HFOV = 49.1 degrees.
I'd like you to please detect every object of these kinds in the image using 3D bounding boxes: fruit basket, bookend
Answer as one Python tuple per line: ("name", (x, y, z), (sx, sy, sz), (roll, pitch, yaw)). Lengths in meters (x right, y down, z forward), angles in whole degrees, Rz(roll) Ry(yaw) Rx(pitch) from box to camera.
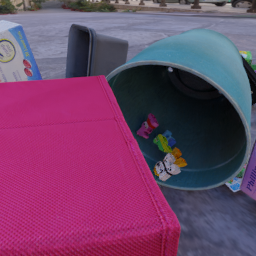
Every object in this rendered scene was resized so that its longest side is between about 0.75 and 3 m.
("fruit basket", (2.392, 0.788, 6.289), (1.209, 0.612, 1.306), (-12, 32, -22))
("bookend", (3.743, -1.305, 9.884), (1.762, 1.751, 0.812), (-37, 6, 34))

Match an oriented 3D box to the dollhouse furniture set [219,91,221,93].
("dollhouse furniture set", (2.639, -1.234, 9.846), (0.714, 0.944, 1.755), (-21, 34, -35))

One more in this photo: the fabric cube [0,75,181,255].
("fabric cube", (-1.426, 1.251, 2.958), (2.897, 2.852, 2.907), (-4, 27, -12))

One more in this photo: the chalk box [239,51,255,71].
("chalk box", (3.943, -2.135, 10.907), (2.504, 1.563, 1.552), (9, 28, 19))

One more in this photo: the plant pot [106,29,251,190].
("plant pot", (1.208, -0.701, 5.985), (2.919, 2.919, 2.743), (12, 44, 22))

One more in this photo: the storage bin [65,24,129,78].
("storage bin", (-1.174, -2.314, 10.411), (1.808, 2.691, 1.959), (-6, 25, -36))

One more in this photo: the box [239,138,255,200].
("box", (3.899, 1.006, 4.730), (2.403, 1.321, 2.732), (-7, 27, -30))

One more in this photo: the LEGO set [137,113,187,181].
("LEGO set", (0.677, 0.563, 5.933), (0.657, 0.707, 1.723), (31, 25, -32))

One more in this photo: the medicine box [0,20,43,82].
("medicine box", (-4.253, -1.682, 8.631), (1.340, 2.372, 2.604), (25, 49, 39))
